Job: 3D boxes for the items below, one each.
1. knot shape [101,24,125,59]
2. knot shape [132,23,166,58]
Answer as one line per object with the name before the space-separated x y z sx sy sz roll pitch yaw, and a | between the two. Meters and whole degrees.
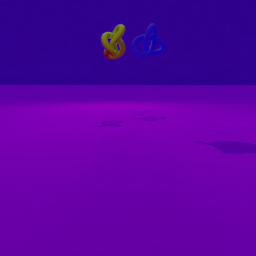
knot shape | -0.396 -2.677 8.602 0.521 1.054 1.127 21 0 14
knot shape | 0.774 -3.047 9.736 1.205 1.127 0.557 -5 31 -25
